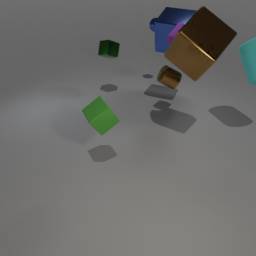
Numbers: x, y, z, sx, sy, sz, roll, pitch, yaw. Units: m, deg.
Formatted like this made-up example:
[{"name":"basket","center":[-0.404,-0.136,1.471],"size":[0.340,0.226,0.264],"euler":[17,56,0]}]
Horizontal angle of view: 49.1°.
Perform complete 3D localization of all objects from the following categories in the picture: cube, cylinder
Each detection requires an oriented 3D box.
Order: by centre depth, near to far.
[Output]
[{"name":"cube","center":[-0.798,-0.360,8.227],"size":[0.700,0.700,0.700],"euler":[-38,47,1]},{"name":"cube","center":[2.266,-2.643,8.941],"size":[1.400,1.400,1.400],"euler":[40,70,2]},{"name":"cylinder","center":[4.814,-2.410,9.870],"size":[1.400,1.400,1.400],"euler":[-14,-6,-2]},{"name":"cylinder","center":[1.890,-3.341,10.233],"size":[0.700,0.700,0.700],"euler":[30,78,41]},{"name":"cylinder","center":[1.585,-1.955,10.779],"size":[0.700,0.700,0.700],"euler":[23,25,-19]},{"name":"cube","center":[2.018,-4.081,11.848],"size":[1.400,1.400,1.400],"euler":[16,51,19]},{"name":"cube","center":[-0.906,-3.725,13.277],"size":[0.700,0.700,0.700],"euler":[4,5,-44]}]

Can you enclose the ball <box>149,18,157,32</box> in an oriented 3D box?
[{"name":"ball","center":[1.416,-5.180,14.081],"size":[0.700,0.700,0.700],"euler":[0,30,0]}]
